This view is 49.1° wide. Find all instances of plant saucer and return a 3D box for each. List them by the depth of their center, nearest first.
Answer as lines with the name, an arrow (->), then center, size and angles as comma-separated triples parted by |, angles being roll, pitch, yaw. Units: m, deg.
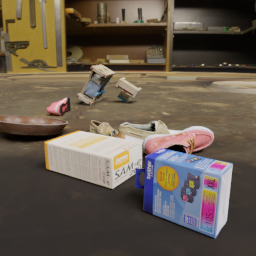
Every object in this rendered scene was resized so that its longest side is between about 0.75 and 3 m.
plant saucer -> -3.510, -0.096, 9.989 | 2.651, 0.456, 2.651 | 6, 6, -1

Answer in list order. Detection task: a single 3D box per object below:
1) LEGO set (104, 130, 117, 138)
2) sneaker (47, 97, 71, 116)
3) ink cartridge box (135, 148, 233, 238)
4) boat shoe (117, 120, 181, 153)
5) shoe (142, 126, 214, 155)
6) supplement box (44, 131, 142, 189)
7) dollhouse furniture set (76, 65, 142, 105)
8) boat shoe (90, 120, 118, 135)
LEGO set -> -0.604, 0.406, 9.072 | 0.577, 0.435, 0.750 | -27, 3, 17
sneaker -> -3.450, -1.118, 14.014 | 0.851, 0.723, 1.962 | 1, 15, 6
ink cartridge box -> 0.894, 1.042, 4.940 | 1.633, 1.114, 0.624 | 11, 17, 36
boat shoe -> 0.903, 0.228, 8.568 | 2.505, 0.857, 0.936 | -4, 15, -17
shoe -> 1.564, 0.527, 7.771 | 2.186, 0.781, 0.994 | -7, 20, -14
supplement box -> -0.854, 0.700, 6.937 | 2.081, 0.765, 1.312 | 9, 17, 32
dollhouse furniture set -> -1.085, -2.105, 16.552 | 2.902, 2.045, 2.033 | 32, 19, 3
boat shoe -> -0.886, 0.035, 10.068 | 1.474, 0.475, 0.525 | 13, 20, 41
